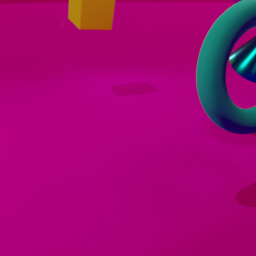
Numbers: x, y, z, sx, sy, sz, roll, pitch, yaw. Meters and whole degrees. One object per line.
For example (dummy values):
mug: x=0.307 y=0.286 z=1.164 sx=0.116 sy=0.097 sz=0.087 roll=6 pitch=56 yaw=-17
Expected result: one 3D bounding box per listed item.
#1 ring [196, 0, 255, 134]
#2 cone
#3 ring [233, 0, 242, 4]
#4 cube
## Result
ring: x=1.805 y=-0.832 z=3.989 sx=1.912 sy=1.912 sz=0.382 roll=-11 pitch=19 yaw=-20
cone: x=3.093 y=-1.867 z=6.085 sx=1.307 sy=1.311 sz=1.307 roll=3 pitch=54 yaw=-4
ring: x=2.270 y=-2.234 z=4.766 sx=0.244 sy=1.219 sz=1.219 roll=-45 pitch=37 yaw=-3
cube: x=-1.197 y=-3.939 z=9.104 sx=1.148 sy=1.148 sz=1.148 roll=-10 pitch=40 yaw=-28
